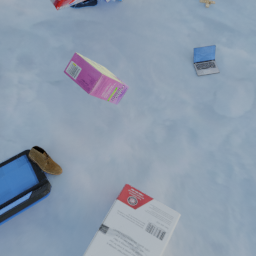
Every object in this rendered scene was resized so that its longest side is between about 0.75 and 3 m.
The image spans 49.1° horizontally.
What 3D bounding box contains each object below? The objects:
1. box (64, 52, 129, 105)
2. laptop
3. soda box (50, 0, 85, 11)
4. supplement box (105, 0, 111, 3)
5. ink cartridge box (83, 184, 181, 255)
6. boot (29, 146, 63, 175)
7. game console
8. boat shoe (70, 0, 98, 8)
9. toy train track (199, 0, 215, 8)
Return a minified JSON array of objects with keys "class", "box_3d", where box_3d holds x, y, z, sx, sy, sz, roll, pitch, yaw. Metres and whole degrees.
[{"class":"box","box_3d":[-0.769,-1.209,7.002,1.073,1.220,0.590,41,105,28]},{"class":"laptop","box_3d":[2.654,-2.270,9.446,0.778,0.482,0.831,-10,64,-4]},{"class":"soda box","box_3d":[-1.527,-3.930,8.065,1.556,0.545,0.494,-43,102,-39]},{"class":"supplement box","box_3d":[-0.374,-4.443,7.504,1.224,1.250,2.419,-30,30,19]},{"class":"ink cartridge box","box_3d":[0.080,2.702,6.752,1.560,0.881,2.126,28,67,13]},{"class":"boot","box_3d":[-2.290,0.910,7.832,1.101,0.415,0.405,34,39,4]},{"class":"game console","box_3d":[-3.245,1.600,7.117,2.234,1.907,1.322,-30,94,-14]},{"class":"boat shoe","box_3d":[-1.736,-4.928,10.817,1.096,0.376,0.461,-12,64,-6]},{"class":"toy train track","box_3d":[3.162,-5.203,11.070,0.618,0.175,1.077,7,63,3]}]
